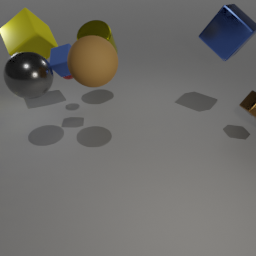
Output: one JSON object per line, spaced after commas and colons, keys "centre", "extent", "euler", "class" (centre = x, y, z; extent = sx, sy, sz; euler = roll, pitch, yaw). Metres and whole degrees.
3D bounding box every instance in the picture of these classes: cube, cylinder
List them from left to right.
{"centre": [-3.866, -3.491, 11.057], "extent": [1.400, 1.400, 1.400], "euler": [-34, 67, 13], "class": "cube"}
{"centre": [-2.041, -2.180, 9.086], "extent": [0.700, 0.700, 0.700], "euler": [-9, 66, 20], "class": "cube"}
{"centre": [-1.238, -3.440, 11.573], "extent": [1.400, 1.400, 1.400], "euler": [-3, 71, 9], "class": "cylinder"}
{"centre": [3.788, -3.581, 10.467], "extent": [1.400, 1.400, 1.400], "euler": [46, 40, 7], "class": "cube"}
{"centre": [4.562, -0.786, 9.930], "extent": [0.700, 0.700, 0.700], "euler": [33, 15, -21], "class": "cube"}

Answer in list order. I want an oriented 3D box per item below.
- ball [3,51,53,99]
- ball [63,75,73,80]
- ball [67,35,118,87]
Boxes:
{"centre": [-2.946, -1.565, 8.340], "extent": [1.400, 1.400, 1.400], "euler": [0, 31, 0], "class": "ball"}
{"centre": [-2.425, -2.314, 11.347], "extent": [0.700, 0.700, 0.700], "euler": [0, 31, 0], "class": "ball"}
{"centre": [-0.971, -1.832, 7.769], "extent": [1.400, 1.400, 1.400], "euler": [0, 31, 0], "class": "ball"}
